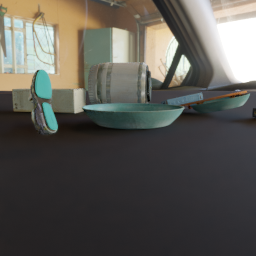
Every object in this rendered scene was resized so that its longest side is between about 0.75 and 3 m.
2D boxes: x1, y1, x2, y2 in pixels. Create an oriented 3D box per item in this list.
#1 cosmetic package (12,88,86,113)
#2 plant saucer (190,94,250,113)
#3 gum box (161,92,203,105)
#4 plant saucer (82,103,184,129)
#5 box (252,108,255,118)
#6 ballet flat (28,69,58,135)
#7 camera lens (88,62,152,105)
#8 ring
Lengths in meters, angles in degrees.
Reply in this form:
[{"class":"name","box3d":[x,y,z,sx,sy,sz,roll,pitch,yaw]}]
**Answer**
[{"class":"cosmetic package","box3d":[-3.227,-1.171,11.654,2.677,0.979,1.386,3,9,12]},{"class":"plant saucer","box3d":[3.539,-0.909,10.802,2.242,0.403,2.242,-12,4,1]},{"class":"gum box","box3d":[2.239,-1.145,11.819,1.471,0.328,1.250,-12,2,-5]},{"class":"plant saucer","box3d":[0.143,-0.373,8.078,2.905,0.522,2.905,0,8,0]},{"class":"box","box3d":[5.089,-0.490,9.305,1.414,0.361,1.115,-4,11,-21]},{"class":"ballet flat","box3d":[-1.642,-0.463,5.191,0.466,1.295,0.466,-13,-17,-4]},{"class":"camera lens","box3d":[-0.280,-1.845,12.369,2.570,2.055,2.055,2,9,8]},{"class":"ring","box3d":[3.358,-1.077,11.568,2.959,0.284,2.959,-12,2,0]}]
